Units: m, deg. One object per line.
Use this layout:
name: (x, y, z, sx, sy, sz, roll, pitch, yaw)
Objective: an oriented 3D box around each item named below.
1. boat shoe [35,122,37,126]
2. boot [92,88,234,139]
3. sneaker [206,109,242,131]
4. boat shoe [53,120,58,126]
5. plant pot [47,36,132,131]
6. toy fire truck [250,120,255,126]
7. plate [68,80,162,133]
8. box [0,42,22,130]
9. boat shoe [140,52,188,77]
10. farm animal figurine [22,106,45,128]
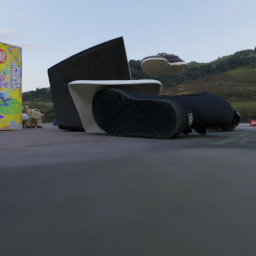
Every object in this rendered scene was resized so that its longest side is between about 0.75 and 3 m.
boat shoe: (-5.098, -0.234, 14.864, 0.912, 0.329, 0.296, 0, -10, -40)
boot: (0.570, -0.268, 4.821, 1.663, 0.756, 1.979, -6, 12, -45)
sneaker: (2.541, -0.212, 7.240, 0.869, 0.638, 1.921, 5, 7, 38)
boat shoe: (-3.965, -0.282, 15.775, 0.422, 0.344, 1.003, -1, 1, -32)
plant pot: (-0.903, -0.887, 7.375, 1.943, 2.185, 2.190, -11, 2, -2)
toy fire truck: (6.339, -0.226, 13.533, 0.957, 0.331, 1.358, -1, 1, -24)
plate: (-0.171, -0.398, 5.196, 1.548, 0.251, 1.551, -1, -33, 5)
box: (-4.216, -1.109, 7.830, 2.243, 2.328, 1.420, 1, 1, 33)
boat shoe: (0.972, -1.873, 8.055, 1.712, 0.537, 0.622, -5, -35, -36)
farm animal figurine: (-3.958, -0.475, 10.611, 1.527, 0.951, 1.890, 0, 1, -19)
